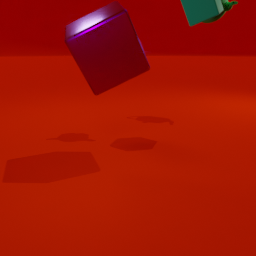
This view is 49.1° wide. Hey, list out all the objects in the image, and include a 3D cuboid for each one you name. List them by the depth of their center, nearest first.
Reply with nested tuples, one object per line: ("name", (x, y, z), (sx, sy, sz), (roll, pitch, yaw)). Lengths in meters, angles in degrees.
("cube", (-0.454, -1.684, 5.844), (1.268, 1.268, 1.268), (-25, 32, 4))
("cube", (1.881, -3.146, 7.098), (0.765, 0.765, 0.765), (-14, 21, 33))
("teapot", (2.793, -4.227, 9.480), (1.935, 1.203, 0.947), (21, 9, 28))
